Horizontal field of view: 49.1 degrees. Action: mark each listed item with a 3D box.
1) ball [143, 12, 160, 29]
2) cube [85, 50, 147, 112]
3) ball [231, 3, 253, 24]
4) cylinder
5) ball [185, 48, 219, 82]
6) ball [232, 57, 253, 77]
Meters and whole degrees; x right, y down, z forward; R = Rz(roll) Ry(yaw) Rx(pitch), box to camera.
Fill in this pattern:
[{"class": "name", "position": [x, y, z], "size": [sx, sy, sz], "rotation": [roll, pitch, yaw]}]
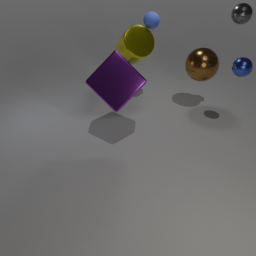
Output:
[{"class": "ball", "position": [1.008, -4.608, 11.993], "size": [0.700, 0.700, 0.700], "rotation": [0, 32, 0]}, {"class": "cube", "position": [-0.372, -1.501, 9.356], "size": [1.400, 1.400, 1.400], "rotation": [44, 4, -3]}, {"class": "ball", "position": [3.992, -4.004, 9.821], "size": [0.700, 0.700, 0.700], "rotation": [0, 32, 0]}, {"class": "cylinder", "position": [0.277, -3.644, 12.409], "size": [1.400, 1.400, 1.400], "rotation": [-12, 4, -18]}, {"class": "ball", "position": [3.126, -2.677, 11.849], "size": [1.400, 1.400, 1.400], "rotation": [0, 32, 0]}, {"class": "ball", "position": [4.093, -2.179, 10.031], "size": [0.700, 0.700, 0.700], "rotation": [0, 32, 0]}]
